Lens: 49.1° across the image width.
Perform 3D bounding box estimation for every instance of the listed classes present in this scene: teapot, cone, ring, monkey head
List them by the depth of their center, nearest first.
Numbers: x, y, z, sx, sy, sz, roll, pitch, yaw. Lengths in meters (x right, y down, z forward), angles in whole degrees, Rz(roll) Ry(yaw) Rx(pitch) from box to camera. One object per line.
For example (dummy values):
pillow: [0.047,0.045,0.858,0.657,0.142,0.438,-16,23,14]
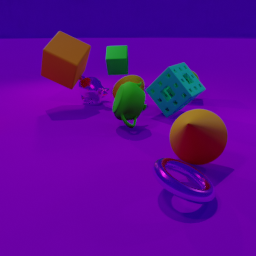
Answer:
ring: [1.000,0.921,5.036,1.208,0.242,1.208,21,18,-7]
cone: [1.354,0.057,5.801,1.297,1.297,1.302,9,-9,23]
teapot: [0.105,-0.797,8.410,0.928,1.179,1.896,17,53,-15]
cone: [0.247,-1.053,10.552,1.343,1.343,1.348,-8,47,-20]
monkey head: [-1.325,-1.568,11.206,1.755,1.057,1.262,29,37,29]

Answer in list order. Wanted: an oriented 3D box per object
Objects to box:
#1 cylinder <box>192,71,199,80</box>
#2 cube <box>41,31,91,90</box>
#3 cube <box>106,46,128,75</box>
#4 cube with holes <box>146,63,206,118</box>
cylinder: [2.473,-1.923,11.777,1.009,1.009,1.009,5,12,13]
cube: [-2.326,-2.512,10.465,1.310,1.310,1.310,25,51,-3]
cube: [-0.508,-3.307,13.725,1.014,1.014,1.014,-1,53,3]
cube with holes: [1.631,-1.314,9.590,1.207,1.207,1.207,53,39,7]
